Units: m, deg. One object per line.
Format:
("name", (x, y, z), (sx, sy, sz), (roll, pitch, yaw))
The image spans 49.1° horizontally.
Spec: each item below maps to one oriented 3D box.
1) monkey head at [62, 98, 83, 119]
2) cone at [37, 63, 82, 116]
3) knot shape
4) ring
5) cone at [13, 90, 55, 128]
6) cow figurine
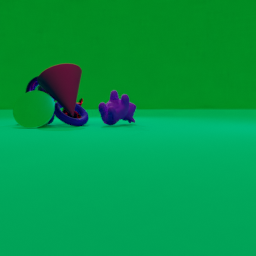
("monkey head", (-1.982, -0.568, 10.333), (1.217, 0.733, 0.876), (-39, 34, -27))
("cone", (-1.815, -0.945, 8.252), (1.352, 1.357, 1.352), (-19, -15, -5))
("knot shape", (-3.133, -0.805, 9.676), (0.937, 1.897, 2.028), (31, 27, -37))
("ring", (-1.809, -0.477, 8.902), (1.184, 0.237, 1.184), (23, 29, -14))
("cone", (-2.671, -0.323, 8.542), (1.201, 1.201, 1.205), (0, -22, 2))
("cow figurine", (-0.314, -0.494, 9.182), (0.821, 1.472, 1.496), (23, 52, 25))
